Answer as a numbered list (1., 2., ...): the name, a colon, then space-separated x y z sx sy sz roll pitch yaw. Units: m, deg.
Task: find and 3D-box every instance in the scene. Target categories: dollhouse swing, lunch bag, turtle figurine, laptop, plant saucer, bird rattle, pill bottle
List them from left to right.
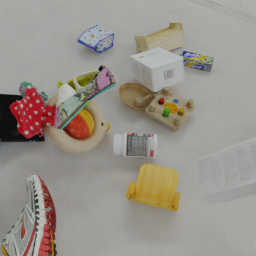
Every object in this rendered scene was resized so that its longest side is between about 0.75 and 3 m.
1. laptop: -4.201 0.007 9.023 2.426 1.253 2.150 1 46 -33
2. turtle figurine: -2.820 -0.632 8.710 1.054 1.567 2.093 -33 41 -4
3. bird rattle: -1.700 -0.385 8.118 2.428 1.678 2.979 51 39 -6
4. lunch bag: -1.333 -3.615 11.597 1.028 0.749 1.209 31 49 23
5. pill bottle: 0.201 0.499 8.235 1.243 0.708 0.708 2 51 1
6. plant saucer: 0.272 -1.051 9.663 1.317 0.233 1.317 10 46 -11
7. dollhouse swing: 0.739 1.439 7.283 1.292 1.174 1.136 12 73 10

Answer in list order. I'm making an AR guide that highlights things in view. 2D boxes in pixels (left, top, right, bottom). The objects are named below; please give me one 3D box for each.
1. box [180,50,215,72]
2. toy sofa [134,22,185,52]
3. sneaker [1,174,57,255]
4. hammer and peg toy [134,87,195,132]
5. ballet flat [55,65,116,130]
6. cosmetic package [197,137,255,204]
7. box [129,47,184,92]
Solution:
1. box: 2.659 -2.618 10.976 1.310 0.421 0.459 19 54 14
2. toy sofa: 1.349 -3.645 11.676 2.020 0.986 0.836 -28 31 -20
3. sneaker: -2.321 2.365 6.448 1.187 1.125 2.890 -8 51 -5
4. hammer and peg toy: 1.178 -0.789 9.223 1.811 0.639 1.332 31 57 15
5. ballet flat: -1.253 -0.931 7.401 0.860 0.835 2.417 52 53 -11
6. cosmetic package: 2.459 0.761 5.512 0.585 2.310 0.954 26 52 -31
7. box: 1.002 -2.123 9.973 1.265 0.883 1.661 -22 35 -16
